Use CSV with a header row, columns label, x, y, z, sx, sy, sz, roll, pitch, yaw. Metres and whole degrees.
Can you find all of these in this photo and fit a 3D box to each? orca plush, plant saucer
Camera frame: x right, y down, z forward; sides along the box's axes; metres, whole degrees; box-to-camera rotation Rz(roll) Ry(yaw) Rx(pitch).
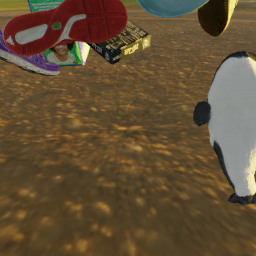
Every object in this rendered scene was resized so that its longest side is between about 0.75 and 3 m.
label,x,y,z,sx,sy,sz,roll,pitch,yaw
orca plush,0.776,-0.007,1.777,0.544,1.033,0.367,-12,22,41
plant saucer,1.186,-3.469,6.050,2.352,2.352,0.423,19,6,32

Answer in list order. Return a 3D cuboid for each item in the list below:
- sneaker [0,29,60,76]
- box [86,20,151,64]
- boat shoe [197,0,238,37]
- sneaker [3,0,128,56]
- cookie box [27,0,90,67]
label,x,y,z,sx,sy,sz,roll,pitch,yaw
sneaker,-1.884,-1.407,5.204,0.612,0.633,1.518,19,-2,43
box,-0.356,-2.193,6.643,1.149,0.312,1.435,-33,58,-23
boat shoe,2.687,-3.756,7.813,1.088,2.940,0.976,40,80,17
sneaker,-1.029,-1.665,4.447,1.887,0.739,1.090,-17,25,-21
cookie box,-1.763,-3.521,7.469,1.097,2.921,2.498,-4,41,5
